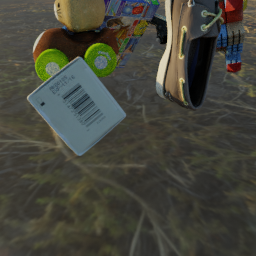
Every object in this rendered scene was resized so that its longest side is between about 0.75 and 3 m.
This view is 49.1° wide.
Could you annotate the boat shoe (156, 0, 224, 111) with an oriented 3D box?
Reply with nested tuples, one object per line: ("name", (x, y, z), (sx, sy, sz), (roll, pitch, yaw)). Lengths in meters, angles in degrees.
("boat shoe", (1.216, -1.722, 5.011), (1.067, 2.971, 0.884), (-20, 41, -35))

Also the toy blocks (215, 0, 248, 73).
("toy blocks", (2.338, -2.627, 6.823), (1.395, 2.792, 1.908), (-6, 64, 16))

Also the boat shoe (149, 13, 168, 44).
("boat shoe", (1.296, -2.945, 8.738), (2.383, 0.790, 0.891), (32, 22, 23))

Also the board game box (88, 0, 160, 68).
("board game box", (-0.504, -2.945, 8.744), (1.923, 2.841, 0.490), (-7, 65, -30))

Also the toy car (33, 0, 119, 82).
("toy car", (-1.394, -2.736, 6.795), (2.155, 2.731, 2.244), (-9, 25, -6))

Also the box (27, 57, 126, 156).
("box", (-1.004, -0.441, 4.974), (0.938, 1.146, 2.413), (-41, 18, -7))

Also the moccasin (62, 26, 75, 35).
("moccasin", (-1.609, -3.248, 9.493), (2.627, 0.896, 1.057), (-29, 26, 11))
